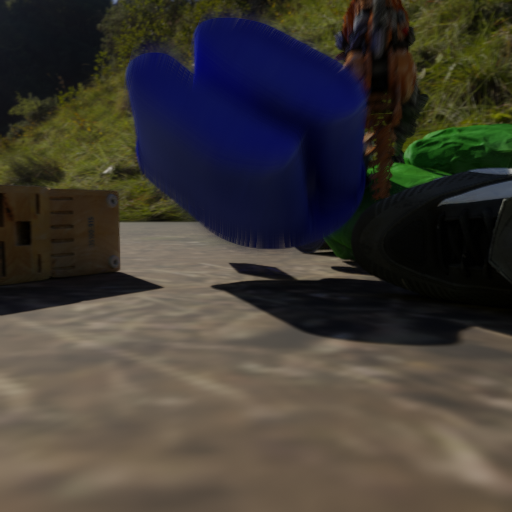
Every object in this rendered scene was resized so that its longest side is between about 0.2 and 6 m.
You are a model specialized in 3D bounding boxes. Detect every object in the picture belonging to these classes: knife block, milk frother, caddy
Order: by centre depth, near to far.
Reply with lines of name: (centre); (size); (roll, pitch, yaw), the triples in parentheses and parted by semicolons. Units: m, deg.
knife block: (-3.108, -0.294, 6.709); (2.715, 0.989, 3.093); (2, 5, 31)
caddy: (-0.124, -1.447, 6.862); (2.258, 1.676, 3.193); (-37, 60, -24)
milk frother: (1.726, -1.004, 10.052); (1.762, 1.873, 1.691); (-4, 4, -39)

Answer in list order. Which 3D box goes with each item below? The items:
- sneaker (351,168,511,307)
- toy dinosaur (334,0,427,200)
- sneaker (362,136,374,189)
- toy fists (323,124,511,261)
sneaker: (1.922, -0.112, 3.680); (3.203, 1.064, 1.449); (6, 4, 38)
toy dinosaur: (1.506, -2.324, 7.476); (1.593, 3.119, 2.117); (19, -11, 12)
sneaker: (0.943, -1.261, 8.001); (0.695, 1.263, 1.725); (43, -17, -27)
toy fists: (2.730, -1.010, 8.552); (3.983, 1.370, 2.030); (-28, 29, -24)
